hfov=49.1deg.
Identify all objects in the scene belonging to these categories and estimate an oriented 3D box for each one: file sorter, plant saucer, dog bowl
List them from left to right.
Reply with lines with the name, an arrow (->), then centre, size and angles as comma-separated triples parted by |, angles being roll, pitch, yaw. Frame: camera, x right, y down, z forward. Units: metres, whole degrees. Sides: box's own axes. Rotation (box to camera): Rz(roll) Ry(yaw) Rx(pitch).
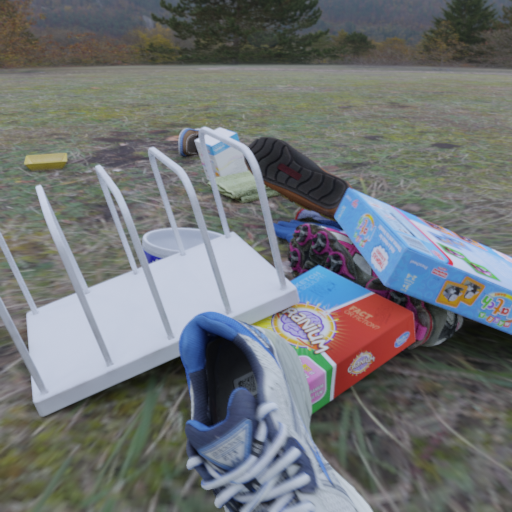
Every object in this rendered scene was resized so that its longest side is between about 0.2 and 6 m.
plant saucer -> -5.037, -2.244, 13.480 | 0.951, 0.230, 0.951 | -8, 24, -16
file sorter -> -1.266, -0.048, 5.707 | 2.638, 1.643, 1.831 | -23, 27, -14
dog bowl -> -0.943, -0.006, 7.635 | 1.205, 0.475, 1.205 | 5, 17, -1

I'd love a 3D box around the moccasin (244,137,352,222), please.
moccasin -> 0.730, -1.312, 9.571 | 2.404, 0.879, 0.928 | 29, -9, 32

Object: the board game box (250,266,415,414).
board game box -> 0.410, 0.840, 5.489 | 1.820, 0.367, 1.393 | -28, 33, -27

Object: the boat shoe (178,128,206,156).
boat shoe -> -1.492, -3.059, 14.853 | 0.677, 0.676, 1.871 | 8, 24, 14

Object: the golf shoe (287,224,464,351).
golf shoe -> 1.310, 0.339, 6.663 | 1.097, 0.865, 2.383 | 2, 27, -40

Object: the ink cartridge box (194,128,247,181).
ink cartridge box -> -0.726, -2.075, 12.104 | 0.694, 1.109, 0.713 | -32, 36, -23

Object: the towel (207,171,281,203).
towel -> -0.005, -1.494, 11.577 | 1.748, 0.319, 1.297 | -14, 28, -30

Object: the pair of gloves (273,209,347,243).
pair of gloves -> 1.173, -0.460, 9.191 | 1.591, 0.225, 1.979 | 9, 21, 25

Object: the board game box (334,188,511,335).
board game box -> 2.291, 0.164, 6.170 | 2.585, 0.473, 1.955 | 20, 19, -14

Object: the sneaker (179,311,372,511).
sneaker -> 0.014, 1.293, 3.287 | 0.908, 1.004, 2.357 | -35, 48, 7
